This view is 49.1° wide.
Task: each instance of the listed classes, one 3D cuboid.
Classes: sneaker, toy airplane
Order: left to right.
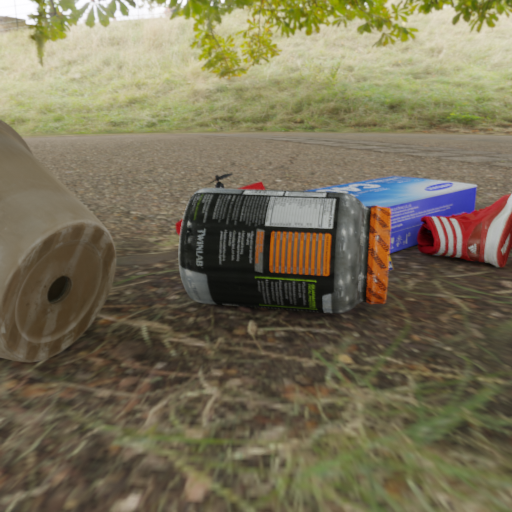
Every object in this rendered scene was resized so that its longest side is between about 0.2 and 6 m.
[{"bbox_3d":[-0.392,-0.420,8.399,1.683,1.683,0.310,-12,22,-36],"label":"toy airplane"},{"bbox_3d":[3.920,-0.637,10.329,1.616,1.096,2.798,10,17,28],"label":"sneaker"}]

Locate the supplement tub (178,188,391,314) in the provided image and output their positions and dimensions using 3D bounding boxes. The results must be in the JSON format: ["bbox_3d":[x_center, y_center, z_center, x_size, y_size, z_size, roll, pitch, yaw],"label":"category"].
[{"bbox_3d":[0.417,-0.071,7.319,2.569,1.574,1.574,4,16,11],"label":"supplement tub"}]

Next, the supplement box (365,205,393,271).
[{"bbox_3d":[1.529,-0.181,8.117,0.546,0.997,0.543,-17,-3,32],"label":"supplement box"}]

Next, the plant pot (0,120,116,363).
[{"bbox_3d":[-2.961,-0.104,6.167,2.399,2.765,2.765,24,24,21],"label":"plant pot"}]

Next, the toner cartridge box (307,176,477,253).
[{"bbox_3d":[2.386,-0.858,11.234,4.483,0.968,2.129,-15,22,-43],"label":"toner cartridge box"}]
